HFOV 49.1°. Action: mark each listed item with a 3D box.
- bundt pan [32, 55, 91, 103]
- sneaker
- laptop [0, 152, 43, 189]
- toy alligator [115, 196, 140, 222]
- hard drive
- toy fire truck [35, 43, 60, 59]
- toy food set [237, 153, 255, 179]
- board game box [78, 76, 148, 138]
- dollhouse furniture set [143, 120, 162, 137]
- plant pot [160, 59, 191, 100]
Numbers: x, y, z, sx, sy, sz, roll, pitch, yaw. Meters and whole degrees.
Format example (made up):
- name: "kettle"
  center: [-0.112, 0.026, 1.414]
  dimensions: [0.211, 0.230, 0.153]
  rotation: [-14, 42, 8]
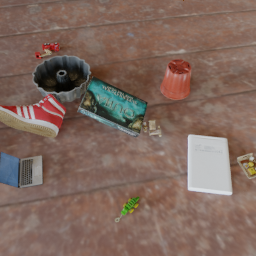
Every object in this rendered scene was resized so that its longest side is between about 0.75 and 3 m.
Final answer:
- name: "bundt pan"
  center: [-2.757, -2.006, 12.005]
  dimensions: [2.450, 0.919, 2.450]
  rotation: [0, 51, 0]
- name: "sneaker"
  center: [-3.800, -0.700, 11.027]
  dimensions: [2.735, 0.974, 1.538]
  rotation: [18, 59, 4]
- name: "laptop"
  center: [-3.656, 1.383, 9.650]
  dimensions: [1.252, 0.726, 1.173]
  rotation: [-9, 55, -7]
- name: "toy alligator"
  center: [-0.013, 2.576, 9.027]
  dimensions: [0.332, 0.304, 1.121]
  rotation: [37, 62, 24]
- name: "hard drive"
  center: [2.879, 1.259, 10.013]
  dimensions: [1.436, 0.276, 2.177]
  rotation: [6, 54, 4]
- name: "toy fire truck"
  center: [-3.937, -3.800, 13.750]
  dimensions: [1.159, 0.283, 0.817]
  rotation: [-6, 54, -5]
- name: "toy food set"
  center: [4.398, 1.342, 9.963]
  dimensions: [0.629, 0.265, 0.876]
  rotation: [-15, 55, -11]
- name: "board game box"
  center: [-0.521, -0.817, 10.838]
  dimensions: [2.471, 0.348, 1.671]
  rotation: [24, 55, -11]
- name: "dollhouse furniture set"
  center: [0.898, 0.021, 10.580]
  dimensions: [0.677, 0.388, 0.794]
  rotation: [-5, 23, 4]
- name: "plant pot"
  center: [2.087, -2.116, 11.881]
  dimensions: [1.324, 1.288, 1.324]
  rotation: [0, 54, 0]
